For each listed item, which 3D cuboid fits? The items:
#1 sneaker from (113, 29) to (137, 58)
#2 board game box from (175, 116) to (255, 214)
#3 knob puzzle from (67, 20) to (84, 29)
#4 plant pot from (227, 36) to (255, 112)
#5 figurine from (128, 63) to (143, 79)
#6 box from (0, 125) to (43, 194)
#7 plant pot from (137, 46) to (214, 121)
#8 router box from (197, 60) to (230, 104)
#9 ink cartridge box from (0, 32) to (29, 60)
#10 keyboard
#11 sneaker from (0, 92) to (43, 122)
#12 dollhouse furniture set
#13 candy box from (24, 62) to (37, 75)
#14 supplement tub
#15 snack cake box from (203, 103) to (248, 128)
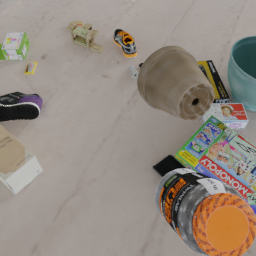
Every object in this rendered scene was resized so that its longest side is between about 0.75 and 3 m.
[{"bbox_3d":[-0.115,-4.150,13.126,0.796,0.786,2.034,-21,54,-13],"label":"sneaker"},{"bbox_3d":[3.280,1.136,9.043,2.918,0.425,1.963,39,71,22],"label":"board game box"},{"bbox_3d":[-2.615,-5.225,14.345,0.938,0.130,0.938,0,53,0],"label":"knob puzzle"},{"bbox_3d":[5.077,-1.845,10.627,2.895,1.940,2.895,1,51,-1],"label":"plant pot"},{"bbox_3d":[0.447,-2.550,12.224,0.837,0.361,0.817,-13,46,-9],"label":"figurine"},{"bbox_3d":[-4.121,0.845,9.186,2.532,0.984,1.202,33,59,23],"label":"box"},{"bbox_3d":[1.482,-1.132,7.994,1.970,1.970,1.709,-19,38,-14],"label":"plant pot"},{"bbox_3d":[2.848,-1.766,11.414,1.784,0.592,2.268,-7,53,-5],"label":"router box"},{"bbox_3d":[-5.581,-3.750,12.894,1.728,0.654,1.277,-1,53,-2],"label":"ink cartridge box"},{"bbox_3d":[1.628,1.785,8.966,1.176,0.251,1.959,-31,58,-29],"label":"keyboard"},{"bbox_3d":[-4.535,-0.885,10.716,2.484,0.941,1.088,3,40,-5],"label":"sneaker"},{"bbox_3d":[-1.667,-4.493,13.316,1.576,0.876,1.394,24,56,17],"label":"dollhouse furniture set"},{"bbox_3d":[-4.313,-2.665,12.418,0.398,0.103,0.779,2,53,-1],"label":"candy box"},{"bbox_3d":[1.424,1.600,5.557,1.346,2.197,1.346,0,89,-9],"label":"supplement tub"},{"bbox_3d":[3.600,-0.459,10.488,1.491,0.501,0.857,-1,53,-1],"label":"snack cake box"}]
